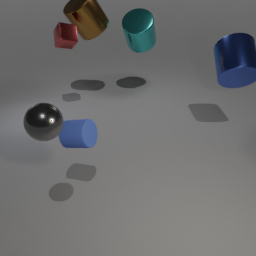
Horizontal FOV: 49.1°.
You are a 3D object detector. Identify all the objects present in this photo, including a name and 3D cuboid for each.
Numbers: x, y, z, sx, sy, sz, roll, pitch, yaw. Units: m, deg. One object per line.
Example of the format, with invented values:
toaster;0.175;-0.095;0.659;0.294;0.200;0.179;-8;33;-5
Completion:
cylinder;-1.212;0.144;6.870;0.700;0.700;0.700;-2;27;24
cylinder;0.528;-4.387;12.702;1.400;1.400;1.400;-4;69;10
ball;-1.523;-0.108;5.071;0.700;0.700;0.700;0;30;0
cylinder;3.790;-2.330;9.816;1.400;1.400;1.400;0;68;1
cube;-2.383;-3.503;10.689;0.700;0.700;0.700;-3;-9;-32
cylinder;-1.724;-4.654;11.649;1.400;1.400;1.400;-19;47;21
